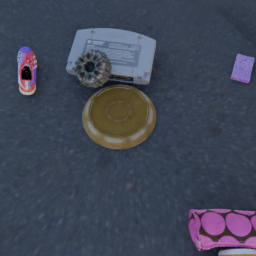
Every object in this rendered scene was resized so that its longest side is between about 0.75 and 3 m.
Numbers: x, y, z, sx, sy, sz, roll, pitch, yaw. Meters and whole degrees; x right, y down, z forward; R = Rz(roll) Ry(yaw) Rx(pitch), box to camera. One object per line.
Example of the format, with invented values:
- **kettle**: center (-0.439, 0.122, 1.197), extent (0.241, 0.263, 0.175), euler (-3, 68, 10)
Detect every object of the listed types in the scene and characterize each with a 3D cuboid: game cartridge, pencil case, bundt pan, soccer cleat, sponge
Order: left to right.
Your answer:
- **soccer cleat**: center (-3.508, -2.150, 9.761), extent (0.692, 0.743, 2.030), euler (-1, 62, -19)
- **bundt pan**: center (-1.207, -1.971, 9.139), extent (1.286, 0.483, 1.286), euler (0, 91, 13)
- **game cartridge**: center (-0.539, -2.631, 9.982), extent (2.933, 0.594, 1.956), euler (10, 71, 5)
- **pencil case**: center (2.790, 2.626, 7.044), extent (2.444, 1.109, 1.145), euler (0, 37, 3)
- **sponge**: center (4.166, -2.168, 10.167), extent (0.635, 0.170, 1.138), euler (19, 63, 10)

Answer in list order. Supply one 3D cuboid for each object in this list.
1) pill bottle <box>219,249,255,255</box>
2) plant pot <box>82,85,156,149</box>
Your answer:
- **pill bottle**: center (2.729, 3.791, 6.542), extent (0.969, 0.969, 1.727), euler (0, 62, 0)
- **plant pot**: center (-0.290, -0.493, 9.189), extent (2.456, 0.337, 2.456), euler (0, 61, 0)
